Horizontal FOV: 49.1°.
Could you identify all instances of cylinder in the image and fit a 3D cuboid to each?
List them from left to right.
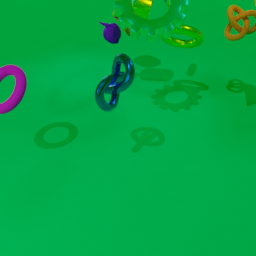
[{"bbox_3d":[0.118,-4.264,10.770,1.027,1.027,1.027,-28,35,21],"label":"cylinder"},{"bbox_3d":[0.148,-3.896,8.908,1.038,1.038,1.038,14,36,-11],"label":"cylinder"}]

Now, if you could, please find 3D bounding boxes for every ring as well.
[{"bbox_3d":[-2.907,-0.919,6.625,1.242,0.248,1.242,-8,71,23],"label":"ring"},{"bbox_3d":[1.702,-2.914,8.949,1.423,0.285,1.423,13,-3,1],"label":"ring"}]

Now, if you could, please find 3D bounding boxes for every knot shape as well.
[{"bbox_3d":[-0.318,-0.921,6.160,0.591,1.278,1.196,31,72,-7],"label":"knot shape"},{"bbox_3d":[3.348,-3.089,8.420,1.094,1.023,0.505,31,7,5],"label":"knot shape"}]

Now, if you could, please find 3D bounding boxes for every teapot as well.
[{"bbox_3d":[-0.611,-3.307,9.722,0.546,1.115,0.693,13,72,32],"label":"teapot"}]

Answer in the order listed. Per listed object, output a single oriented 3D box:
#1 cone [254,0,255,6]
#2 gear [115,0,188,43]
[{"bbox_3d":[3.291,-3.238,6.590,1.346,1.346,1.351,26,64,30],"label":"cone"},{"bbox_3d":[0.575,-3.042,7.051,1.780,0.329,1.780,0,76,2],"label":"gear"}]
